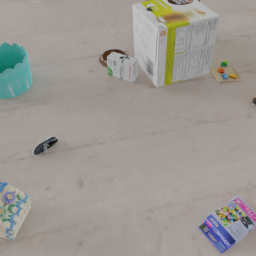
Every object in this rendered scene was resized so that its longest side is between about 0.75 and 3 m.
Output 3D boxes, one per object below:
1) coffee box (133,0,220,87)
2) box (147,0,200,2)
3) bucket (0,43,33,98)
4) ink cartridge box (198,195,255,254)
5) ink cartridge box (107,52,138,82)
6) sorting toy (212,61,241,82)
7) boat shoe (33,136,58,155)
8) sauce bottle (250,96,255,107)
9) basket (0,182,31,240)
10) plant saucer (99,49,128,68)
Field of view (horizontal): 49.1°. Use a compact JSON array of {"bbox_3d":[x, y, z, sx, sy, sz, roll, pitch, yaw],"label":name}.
[{"bbox_3d":[2.003,-4.005,12.635,2.780,2.811,2.807,-17,47,-12],"label":"coffee box"},{"bbox_3d":[2.213,-5.596,14.621,2.894,2.318,0.641,-17,50,-15],"label":"box"},{"bbox_3d":[-5.395,-2.504,12.294,2.331,1.516,2.331,0,46,0],"label":"bucket"},{"bbox_3d":[2.993,2.780,8.198,1.647,0.346,0.983,-27,52,-21],"label":"ink cartridge box"},{"bbox_3d":[-0.239,-2.813,12.933,1.360,0.997,0.565,22,48,18],"label":"ink cartridge box"},{"bbox_3d":[4.620,-2.751,13.399,1.120,0.223,1.515,-6,48,-5],"label":"sorting toy"},{"bbox_3d":[-2.968,0.667,10.112,0.309,0.374,0.999,28,46,27],"label":"boat shoe"},{"bbox_3d":[5.500,-1.227,11.934,0.301,0.301,0.913,33,54,27],"label":"sauce bottle"},{"bbox_3d":[-3.826,2.258,8.023,1.804,1.255,1.591,15,49,1],"label":"basket"},{"bbox_3d":[-0.695,-3.565,14.154,1.565,0.251,1.565,-1,47,1],"label":"plant saucer"}]
